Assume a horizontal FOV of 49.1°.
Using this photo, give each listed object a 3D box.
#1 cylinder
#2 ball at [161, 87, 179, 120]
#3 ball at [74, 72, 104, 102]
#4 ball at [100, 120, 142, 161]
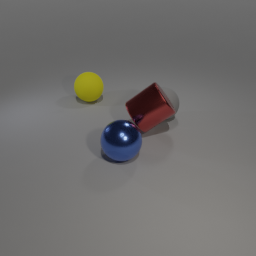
[{"bbox_3d":[0.847,-0.774,10.584,1.400,1.400,1.400,-34,27,15],"label":"cylinder"},{"bbox_3d":[1.471,-1.038,11.877,1.400,1.400,1.400,0,30,0],"label":"ball"},{"bbox_3d":[-1.871,-1.967,13.402,1.400,1.400,1.400,0,30,0],"label":"ball"},{"bbox_3d":[-0.222,0.415,9.379,1.400,1.400,1.400,0,30,0],"label":"ball"}]
